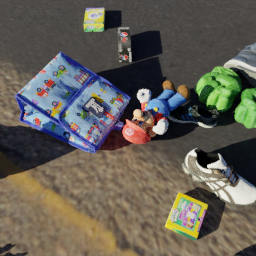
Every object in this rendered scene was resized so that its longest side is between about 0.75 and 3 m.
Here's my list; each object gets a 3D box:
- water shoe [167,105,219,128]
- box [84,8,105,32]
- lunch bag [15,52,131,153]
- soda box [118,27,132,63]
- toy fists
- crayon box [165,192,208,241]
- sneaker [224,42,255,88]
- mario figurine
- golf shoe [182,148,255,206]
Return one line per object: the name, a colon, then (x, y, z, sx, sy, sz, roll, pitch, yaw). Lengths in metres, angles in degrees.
water shoe: (1.977, -0.502, 8.681, 1.645, 0.649, 0.588, 12, 54, 8)
box: (-1.425, -4.591, 11.918, 0.840, 0.346, 1.432, -1, 55, -1)
lunch bag: (-1.481, -0.621, 8.584, 2.910, 1.369, 2.191, 28, 56, 5)
soda box: (-0.127, -3.201, 10.751, 0.485, 0.541, 1.530, -2, 54, 1)
toy fists: (3.496, -0.944, 8.819, 2.790, 0.959, 1.422, 31, 63, 20)
crayon box: (1.453, 2.173, 6.937, 0.783, 0.265, 0.908, 21, 56, 16)
sneaker: (4.823, -2.072, 9.686, 1.711, 0.900, 2.368, -39, 61, -22)
mario figurine: (0.725, -0.548, 8.062, 1.243, 1.448, 2.346, 47, 71, -8)
golf shoe: (2.427, 1.243, 7.192, 2.098, 0.991, 0.816, 26, 57, 16)
